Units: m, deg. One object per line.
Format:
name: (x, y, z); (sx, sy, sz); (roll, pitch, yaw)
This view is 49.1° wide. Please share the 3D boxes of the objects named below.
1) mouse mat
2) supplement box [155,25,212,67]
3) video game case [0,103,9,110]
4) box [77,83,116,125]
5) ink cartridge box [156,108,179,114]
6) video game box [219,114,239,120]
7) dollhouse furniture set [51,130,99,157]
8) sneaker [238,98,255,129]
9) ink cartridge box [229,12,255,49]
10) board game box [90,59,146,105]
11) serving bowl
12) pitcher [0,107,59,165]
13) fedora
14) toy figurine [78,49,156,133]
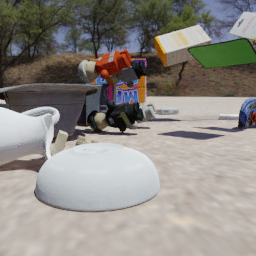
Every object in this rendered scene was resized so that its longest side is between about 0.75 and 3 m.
mouse mat: (2.455, -1.871, 7.189); (1.540, 0.058, 1.239); (3, -14, 39)
supplement box: (2.083, -3.153, 10.741); (1.852, 0.681, 1.167); (-16, 50, -1)
video game case: (-3.856, -0.584, 10.274); (2.426, 0.309, 2.192); (5, -3, -41)
box: (-1.553, -0.946, 10.653); (1.270, 1.464, 2.395); (-5, 9, -33)
ink cartridge box: (1.912, -0.857, 14.597); (1.020, 0.301, 1.274); (-4, 3, -21)
video game box: (4.317, -0.476, 11.961); (0.757, 0.195, 0.831); (6, 9, 21)
dollhouse furniture set: (-0.893, 0.440, 4.924); (0.820, 0.534, 0.753); (20, 2, -18)
sneaker: (4.388, -0.617, 9.171); (2.187, 0.824, 0.858); (-33, 41, -24)
ink cartridge box: (3.836, -2.787, 8.130); (0.504, 0.855, 1.485); (33, 3, -46)
board game box: (-0.397, -2.138, 14.725); (2.697, 2.698, 2.699); (1, 8, 4)
serving bowl: (-0.385, 0.509, 3.640); (1.588, 0.522, 1.588); (-1, 7, 0)
pitcher: (-2.047, 0.032, 4.732); (1.659, 1.006, 1.423); (-1, 28, -3)
fedora: (-2.125, -0.407, 7.369); (2.559, 1.306, 2.893); (-6, 7, -43)
toy figurine: (-0.305, -1.062, 8.674); (1.652, 2.375, 2.338); (-14, 0, 21)
